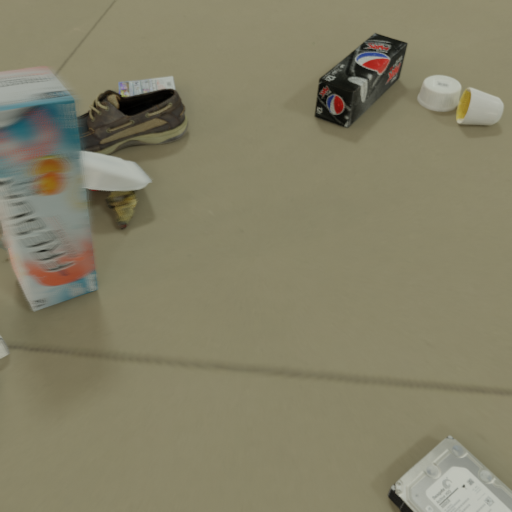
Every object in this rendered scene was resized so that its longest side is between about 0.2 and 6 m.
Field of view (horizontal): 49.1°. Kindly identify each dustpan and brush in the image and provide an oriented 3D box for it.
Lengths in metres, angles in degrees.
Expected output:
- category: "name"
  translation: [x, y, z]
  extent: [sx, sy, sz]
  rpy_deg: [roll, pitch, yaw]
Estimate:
- category: "dustpan and brush"
  translation: [-2.939, -1.347, 9.089]
  extent: [2.142, 0.613, 1.495]
  rpy_deg: [11, 18, -28]

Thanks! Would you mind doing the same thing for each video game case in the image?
- category: "video game case"
  translation: [-2.217, -3.217, 11.524]
  extent: [1.156, 0.290, 1.276]
  rpy_deg: [-8, 46, -7]

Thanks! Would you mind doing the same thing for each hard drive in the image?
- category: "hard drive"
  translation: [2.200, 2.656, 5.695]
  extent: [0.995, 0.270, 1.425]
  rpy_deg: [-28, 50, -25]

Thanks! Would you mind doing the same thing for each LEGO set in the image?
- category: "LEGO set"
  translation: [-3.476, -1.108, 9.015]
  extent: [3.072, 0.871, 1.995]
  rpy_deg: [-13, 46, -13]

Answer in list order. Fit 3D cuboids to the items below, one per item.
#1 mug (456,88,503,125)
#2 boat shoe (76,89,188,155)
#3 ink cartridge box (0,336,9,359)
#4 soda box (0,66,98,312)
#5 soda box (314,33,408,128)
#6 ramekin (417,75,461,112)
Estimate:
- category: "mug"
  translation: [4.413, -2.939, 11.010]
  extent: [0.717, 0.699, 0.873]
  rpy_deg: [10, 52, -1]
- category: "boat shoe"
  translation: [-2.659, -2.561, 10.354]
  extent: [2.776, 1.018, 1.034]
  rpy_deg: [-16, 47, -16]
- category: "ink cartridge box"
  translation: [-3.706, 1.051, 7.209]
  extent: [0.655, 0.382, 0.900]
  rpy_deg: [-31, 51, -27]
- category: "soda box"
  translation: [-2.756, -0.746, 7.118]
  extent: [0.953, 2.998, 1.025]
  rpy_deg: [-20, 47, -27]
- category: "soda box"
  translation: [2.186, -3.658, 11.530]
  extent: [0.799, 0.893, 2.523]
  rpy_deg: [27, 51, 21]
- category: "ramekin"
  translation: [3.814, -3.386, 11.609]
  extent: [0.854, 0.416, 0.854]
  rpy_deg: [0, 45, 0]
